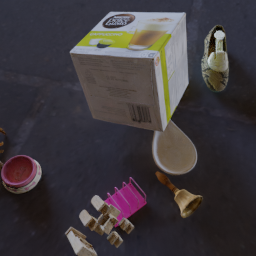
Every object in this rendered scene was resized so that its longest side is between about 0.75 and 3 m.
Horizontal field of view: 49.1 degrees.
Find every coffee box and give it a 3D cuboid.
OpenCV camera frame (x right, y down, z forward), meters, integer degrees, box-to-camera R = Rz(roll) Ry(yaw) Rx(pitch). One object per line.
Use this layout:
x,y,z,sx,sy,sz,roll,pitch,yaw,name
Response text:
0.234,-1.726,8.181,2.429,2.433,2.406,12,50,25,coffee box

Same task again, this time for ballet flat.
3.236,-2.709,10.247,0.981,1.089,2.891,8,58,3,ballet flat

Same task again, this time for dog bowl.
-3.104,1.287,8.073,1.133,0.418,1.133,0,57,-1,dog bowl

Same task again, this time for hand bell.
1.280,1.689,7.782,0.755,0.755,1.450,-31,49,-19,hand bell

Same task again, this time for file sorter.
-0.131,1.941,7.498,1.070,0.671,0.744,-33,62,-19,file sorter

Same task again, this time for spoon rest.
1.140,0.247,8.519,1.284,0.783,2.584,-18,58,-10,spoon rest

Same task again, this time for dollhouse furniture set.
-0.773,2.395,6.791,1.292,1.187,0.841,-49,31,-9,dollhouse furniture set

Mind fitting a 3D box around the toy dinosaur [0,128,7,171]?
-4.605,0.288,8.513,2.596,0.784,1.379,32,64,19,toy dinosaur
